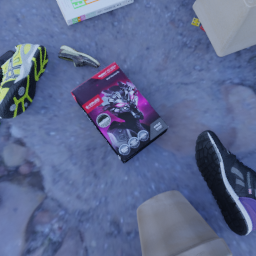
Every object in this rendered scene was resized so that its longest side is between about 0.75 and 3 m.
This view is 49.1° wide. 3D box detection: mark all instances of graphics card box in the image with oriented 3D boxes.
[{"bbox_3d":[-0.266,-0.473,8.206,1.646,0.667,2.623,-35,78,-10],"label":"graphics card box"}]

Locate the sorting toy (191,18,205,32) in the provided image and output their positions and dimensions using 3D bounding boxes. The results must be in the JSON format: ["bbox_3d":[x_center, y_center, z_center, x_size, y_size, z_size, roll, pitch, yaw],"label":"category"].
[{"bbox_3d":[2.817,-3.918,9.431,1.552,0.262,0.748,-44,78,-11],"label":"sorting toy"}]

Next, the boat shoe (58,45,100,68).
[{"bbox_3d":[-1.557,-2.137,8.828,1.413,0.505,0.464,26,84,9],"label":"boat shoe"}]

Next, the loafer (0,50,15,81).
[{"bbox_3d":[-3.958,-1.939,8.714,0.493,0.489,1.354,25,69,5],"label":"loafer"}]

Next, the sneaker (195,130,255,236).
[{"bbox_3d":[2.879,1.321,7.690,1.245,1.077,2.844,-17,78,-21],"label":"sneaker"}]

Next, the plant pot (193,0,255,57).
[{"bbox_3d":[3.557,-3.847,8.531,2.131,1.889,2.134,-20,76,-7],"label":"plant pot"}]

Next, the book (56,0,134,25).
[{"bbox_3d":[-1.220,-4.599,9.532,2.411,0.579,1.611,-24,79,-8],"label":"book"}]

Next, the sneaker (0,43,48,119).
[{"bbox_3d":[-3.341,-1.426,8.448,0.992,0.979,2.597,14,64,11],"label":"sneaker"}]

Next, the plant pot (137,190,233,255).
[{"bbox_3d":[1.101,2.616,6.793,2.114,2.114,1.834,-21,59,-6],"label":"plant pot"}]
